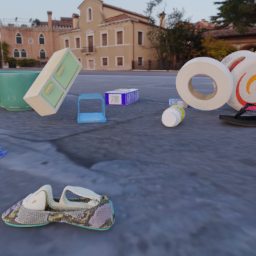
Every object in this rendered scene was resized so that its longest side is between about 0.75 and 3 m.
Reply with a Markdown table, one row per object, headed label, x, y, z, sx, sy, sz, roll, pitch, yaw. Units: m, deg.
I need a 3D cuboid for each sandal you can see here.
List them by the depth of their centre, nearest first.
| label | x | y | z | sx | sy | sz | roll | pitch | yaw |
| --- | --- | --- | --- | --- | --- | --- | --- | --- | --- |
| sandal | 4.383 | -0.470 | 9.037 | 2.998 | 0.676 | 1.126 | -1 | 13 | -3 |

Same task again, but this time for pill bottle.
| label | x | y | z | sx | sy | sz | roll | pitch | yaw |
| --- | --- | --- | --- | --- | --- | --- | --- | --- | --- |
| pill bottle | 1.414 | -0.366 | 8.814 | 0.586 | 0.586 | 1.040 | 5 | 14 | 21 |

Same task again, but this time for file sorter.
| label | x | y | z | sx | sy | sz | roll | pitch | yaw |
| --- | --- | --- | --- | --- | --- | --- | --- | --- | --- |
| file sorter | -1.280 | -0.717 | 9.777 | 0.939 | 0.830 | 1.354 | -1 | 13 | -9 |

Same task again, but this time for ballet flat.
| label | x | y | z | sx | sy | sz | roll | pitch | yaw |
| --- | --- | --- | --- | --- | --- | --- | --- | --- | --- |
| ballet flat | -0.870 | 0.950 | 3.499 | 1.432 | 0.515 | 0.515 | 1 | 13 | 6 |

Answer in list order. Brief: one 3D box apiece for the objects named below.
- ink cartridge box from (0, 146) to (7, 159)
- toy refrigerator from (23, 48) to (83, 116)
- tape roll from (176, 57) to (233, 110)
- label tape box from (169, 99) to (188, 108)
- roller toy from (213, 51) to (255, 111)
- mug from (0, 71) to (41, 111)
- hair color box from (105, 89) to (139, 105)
| label | x | y | z | sx | sy | sz | roll | pitch | yaw |
| --- | --- | --- | --- | --- | --- | --- | --- | --- | --- |
| ink cartridge box | -3.081 | 0.527 | 5.983 | 0.841 | 0.177 | 0.502 | 0 | 14 | -7 |
| toy refrigerator | -2.495 | -1.636 | 9.693 | 0.835 | 0.906 | 2.385 | -7 | 47 | 35 |
| tape roll | 2.767 | -1.569 | 10.223 | 2.056 | 2.056 | 0.376 | 8 | 40 | 31 |
| label tape box | 2.390 | -1.107 | 12.506 | 1.007 | 0.333 | 0.721 | 2 | 14 | -1 |
| roller toy | 4.699 | -1.938 | 11.281 | 2.219 | 2.433 | 1.700 | -4 | 26 | -8 |
| mug | -4.783 | -1.568 | 11.773 | 2.517 | 1.557 | 2.068 | -5 | 15 | -17 |
| hair color box | -0.260 | -1.549 | 13.734 | 1.069 | 0.634 | 1.955 | 4 | 12 | 19 |
